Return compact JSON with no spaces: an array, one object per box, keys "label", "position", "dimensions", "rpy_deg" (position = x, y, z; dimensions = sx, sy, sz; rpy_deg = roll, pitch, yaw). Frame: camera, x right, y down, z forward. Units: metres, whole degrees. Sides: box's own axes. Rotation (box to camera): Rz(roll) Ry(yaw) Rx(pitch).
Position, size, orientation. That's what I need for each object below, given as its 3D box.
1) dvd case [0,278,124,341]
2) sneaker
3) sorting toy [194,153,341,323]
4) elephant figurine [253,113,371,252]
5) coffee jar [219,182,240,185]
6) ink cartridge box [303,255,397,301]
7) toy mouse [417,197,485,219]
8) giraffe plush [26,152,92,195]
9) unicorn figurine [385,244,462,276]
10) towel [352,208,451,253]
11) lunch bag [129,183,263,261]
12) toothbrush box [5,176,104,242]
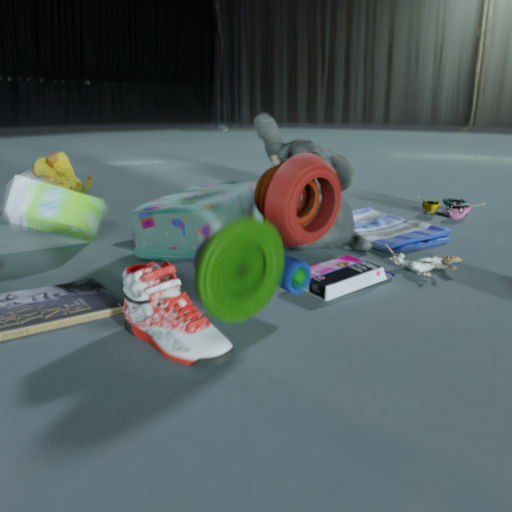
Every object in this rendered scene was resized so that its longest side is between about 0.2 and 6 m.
[{"label":"dvd case","position":[-3.239,0.775,8.476],"dimensions":[2.085,0.167,1.550],"rpy_deg":[-11,21,-32]},{"label":"sneaker","position":[-1.086,0.685,7.267],"dimensions":[1.943,1.041,0.649],"rpy_deg":[15,23,41]},{"label":"sorting toy","position":[0.026,-0.288,8.285],"dimensions":[2.923,1.756,1.200],"rpy_deg":[-43,40,-23]},{"label":"elephant figurine","position":[1.138,-1.544,11.653],"dimensions":[2.084,2.686,1.900],"rpy_deg":[-4,19,-13]},{"label":"coffee jar","position":[-0.453,-1.300,14.051],"dimensions":[1.026,0.840,1.968],"rpy_deg":[-11,20,-18]},{"label":"ink cartridge box","position":[1.541,0.320,9.647],"dimensions":[1.769,0.328,0.837],"rpy_deg":[-13,22,-35]},{"label":"toy mouse","position":[5.194,-1.230,14.693],"dimensions":[1.550,0.338,1.744],"rpy_deg":[0,17,1]},{"label":"giraffe plush","position":[-5.447,-1.754,15.175],"dimensions":[1.808,1.560,1.466],"rpy_deg":[33,24,-13]},{"label":"unicorn figurine","position":[3.060,0.129,10.260],"dimensions":[1.220,0.451,0.838],"rpy_deg":[9,3,-21]},{"label":"towel","position":[2.775,-0.635,12.807],"dimensions":[1.999,0.324,2.722],"rpy_deg":[-11,20,-30]},{"label":"lunch bag","position":[-0.987,-0.720,11.090],"dimensions":[2.351,1.130,2.932],"rpy_deg":[-3,14,22]},{"label":"toothbrush box","position":[-4.083,-0.914,11.445],"dimensions":[1.728,0.744,1.258],"rpy_deg":[13,-12,-17]}]
